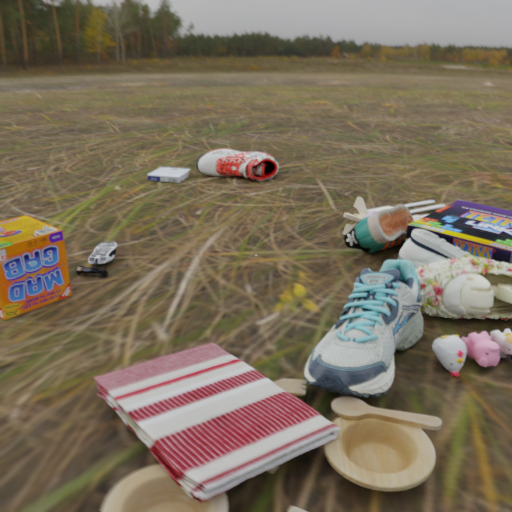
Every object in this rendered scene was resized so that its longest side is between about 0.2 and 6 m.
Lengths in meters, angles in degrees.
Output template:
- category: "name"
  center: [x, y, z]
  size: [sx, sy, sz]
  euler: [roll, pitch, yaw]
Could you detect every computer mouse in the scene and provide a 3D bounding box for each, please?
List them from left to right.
- category: "computer mouse"
  center: [-2.843, 0.075, 10.298]
  size: [0.613, 0.245, 1.119]
  euler: [-1, 27, 10]

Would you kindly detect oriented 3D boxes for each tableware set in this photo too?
- category: "tableware set"
  center: [0.256, 2.126, 5.231]
  size: [2.779, 0.386, 3.327]
  euler: [9, 25, 20]

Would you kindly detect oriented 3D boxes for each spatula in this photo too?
- category: "spatula"
  center: [3.729, -1.010, 13.010]
  size: [1.927, 0.155, 1.340]
  euler: [-10, 19, -23]

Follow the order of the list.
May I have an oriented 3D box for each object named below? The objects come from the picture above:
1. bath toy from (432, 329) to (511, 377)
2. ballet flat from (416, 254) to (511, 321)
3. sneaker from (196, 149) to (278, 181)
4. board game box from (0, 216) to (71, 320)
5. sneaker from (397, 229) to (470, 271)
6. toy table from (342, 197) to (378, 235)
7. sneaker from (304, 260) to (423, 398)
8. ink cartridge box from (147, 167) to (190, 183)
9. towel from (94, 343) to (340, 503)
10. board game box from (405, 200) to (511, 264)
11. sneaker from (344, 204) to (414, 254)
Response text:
- category: "bath toy"
  center: [2.992, 1.237, 7.246]
  size: [1.417, 0.616, 0.524]
  euler: [-4, 68, -13]
- category: "ballet flat"
  center: [3.527, 0.517, 8.200]
  size: [2.691, 1.018, 0.860]
  euler: [-1, 12, 0]
- category: "sneaker"
  center: [-0.498, -2.557, 15.824]
  size: [2.268, 0.757, 1.215]
  euler: [-3, 20, -14]
- category: "board game box"
  center: [-3.827, 0.141, 8.927]
  size: [1.154, 1.154, 1.155]
  euler: [19, 29, 38]
- category: "sneaker"
  center: [3.263, 0.302, 9.268]
  size: [1.879, 0.756, 0.718]
  euler: [35, 24, 23]
- category: "toy table"
  center: [2.183, -0.735, 11.587]
  size: [0.538, 0.844, 0.918]
  euler: [26, 2, 25]
- category: "sneaker"
  center: [1.398, 0.787, 7.172]
  size: [1.082, 1.204, 2.789]
  euler: [8, 20, 27]
- category: "ink cartridge box"
  center: [-2.465, -2.302, 15.944]
  size: [0.956, 0.211, 0.974]
  euler: [6, 22, 14]
- category: "towel"
  center: [-0.510, 1.641, 6.046]
  size: [1.694, 0.267, 2.352]
  euler: [-12, 21, -35]
- category: "board game box"
  center: [4.447, -0.240, 10.383]
  size: [2.607, 0.739, 2.155]
  euler: [20, 31, 39]
- category: "sneaker"
  center: [2.447, -0.505, 10.918]
  size: [0.873, 0.780, 2.186]
  euler: [-22, -10, 35]
